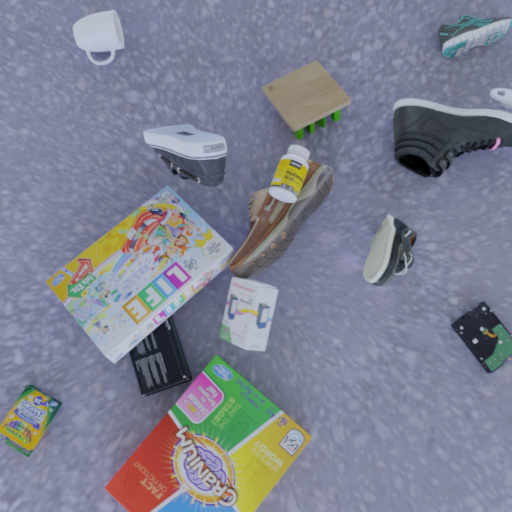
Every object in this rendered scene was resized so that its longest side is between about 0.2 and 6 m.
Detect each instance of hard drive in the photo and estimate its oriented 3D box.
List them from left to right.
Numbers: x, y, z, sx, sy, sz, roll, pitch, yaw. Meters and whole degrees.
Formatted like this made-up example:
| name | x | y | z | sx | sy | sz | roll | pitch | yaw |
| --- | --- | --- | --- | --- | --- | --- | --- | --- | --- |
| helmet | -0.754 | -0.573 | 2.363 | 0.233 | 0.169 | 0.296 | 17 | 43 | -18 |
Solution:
| name | x | y | z | sx | sy | sz | roll | pitch | yaw |
| --- | --- | --- | --- | --- | --- | --- | --- | --- | --- |
| hard drive | 4.387 | 1.553 | 10.692 | 0.799 | 0.216 | 1.144 | -35 | 78 | -8 |

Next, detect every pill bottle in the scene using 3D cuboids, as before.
| name | x | y | z | sx | sy | sz | roll | pitch | yaw |
| --- | --- | --- | --- | --- | --- | --- | --- | --- | --- |
| pill bottle | 0.636 | -1.517 | 10.310 | 0.544 | 0.544 | 0.977 | 19 | 79 | 5 |

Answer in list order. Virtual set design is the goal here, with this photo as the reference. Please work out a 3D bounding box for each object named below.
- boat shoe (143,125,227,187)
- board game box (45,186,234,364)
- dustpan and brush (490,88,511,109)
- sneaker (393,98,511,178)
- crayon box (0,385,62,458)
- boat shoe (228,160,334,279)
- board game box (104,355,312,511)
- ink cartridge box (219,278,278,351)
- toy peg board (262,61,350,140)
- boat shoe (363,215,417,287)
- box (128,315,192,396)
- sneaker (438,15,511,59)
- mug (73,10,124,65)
| name | x | y | z | sx | sy | sz | roll | pitch | yaw |
| --- | --- | --- | --- | --- | --- | --- | --- | --- | --- |
| boat shoe | -1.286 | -1.823 | 10.218 | 0.967 | 2.766 | 0.916 | -17 | 115 | -28 |
| board game box | -2.144 | 0.268 | 10.548 | 2.965 | 0.507 | 1.993 | -41 | 67 | -13 |
| dustpan and brush | 6.268 | -2.727 | 11.372 | 3.365 | 0.963 | 2.348 | 14 | 76 | 4 |
| sneaker | 4.111 | -2.167 | 11.262 | 2.919 | 1.032 | 1.448 | 12 | 78 | 8 |
| crayon box | -4.194 | 3.038 | 10.284 | 0.706 | 0.289 | 1.122 | 28 | 78 | 7 |
| boat shoe | 0.346 | -0.785 | 10.907 | 1.041 | 1.098 | 2.898 | 35 | 70 | 16 |
| board game box | -0.811 | 3.646 | 9.968 | 2.285 | 0.602 | 2.987 | 39 | 79 | 9 |
| ink cartridge box | -0.142 | 1.030 | 10.071 | 0.507 | 0.842 | 1.159 | 12 | 92 | -39 |
| toy peg board | 1.044 | -3.184 | 11.751 | 1.352 | 0.661 | 1.346 | -28 | 62 | -8 |
| boat shoe | 2.500 | -0.060 | 10.101 | 0.831 | 2.459 | 0.883 | 34 | 117 | 4 |
| box | -1.838 | 1.838 | 10.463 | 0.924 | 0.517 | 1.310 | -19 | 76 | -1 |
| sneaker | 4.713 | -4.942 | 12.124 | 1.688 | 0.655 | 0.770 | -19 | 73 | -6 |
| mug | -3.368 | -4.635 | 12.003 | 0.921 | 0.775 | 1.050 | -9 | 98 | 2 |
